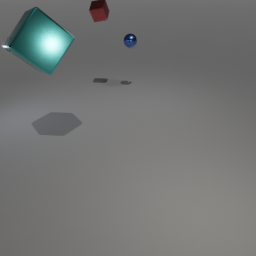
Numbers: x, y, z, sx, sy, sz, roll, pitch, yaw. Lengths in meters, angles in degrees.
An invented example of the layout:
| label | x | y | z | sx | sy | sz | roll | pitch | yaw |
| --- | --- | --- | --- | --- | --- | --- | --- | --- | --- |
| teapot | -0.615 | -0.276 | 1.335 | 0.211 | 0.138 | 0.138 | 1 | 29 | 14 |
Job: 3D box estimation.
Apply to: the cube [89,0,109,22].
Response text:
| label | x | y | z | sx | sy | sz | roll | pitch | yaw |
| --- | --- | --- | --- | --- | --- | --- | --- | --- | --- |
| cube | -1.357 | -5.586 | 13.332 | 0.700 | 0.700 | 0.700 | -3 | 58 | 16 |

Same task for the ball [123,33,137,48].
| label | x | y | z | sx | sy | sz | roll | pitch | yaw |
| --- | --- | --- | --- | --- | --- | --- | --- | --- | --- |
| ball | 0.117 | -4.462 | 14.312 | 0.700 | 0.700 | 0.700 | 0 | 29 | 0 |

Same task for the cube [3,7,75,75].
| label | x | y | z | sx | sy | sz | roll | pitch | yaw |
| --- | --- | --- | --- | --- | --- | --- | --- | --- | --- |
| cube | -2.779 | -2.652 | 8.677 | 1.400 | 1.400 | 1.400 | 34 | -4 | -34 |
